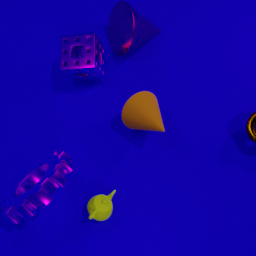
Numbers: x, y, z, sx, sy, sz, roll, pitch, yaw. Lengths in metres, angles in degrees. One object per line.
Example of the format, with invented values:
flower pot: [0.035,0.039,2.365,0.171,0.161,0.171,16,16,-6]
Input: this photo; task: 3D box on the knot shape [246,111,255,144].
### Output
knot shape: [3.996,-0.152,7.594,1.542,0.761,1.648,-37,106,19]

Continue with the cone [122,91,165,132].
cone: [0.633,-0.208,7.551,1.194,1.194,1.198,-35,44,-10]

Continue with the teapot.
teapot: [-0.686,2.040,7.400,0.687,0.541,1.105,40,39,10]

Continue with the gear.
gear: [-2.256,1.392,6.935,2.028,2.028,0.375,-43,111,-11]

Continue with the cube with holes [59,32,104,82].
cube with holes: [-1.328,-2.053,8.275,1.028,1.028,1.028,-2,81,10]

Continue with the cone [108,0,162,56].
cone: [0.429,-3.104,8.889,1.588,1.582,1.582,-8,72,-30]
